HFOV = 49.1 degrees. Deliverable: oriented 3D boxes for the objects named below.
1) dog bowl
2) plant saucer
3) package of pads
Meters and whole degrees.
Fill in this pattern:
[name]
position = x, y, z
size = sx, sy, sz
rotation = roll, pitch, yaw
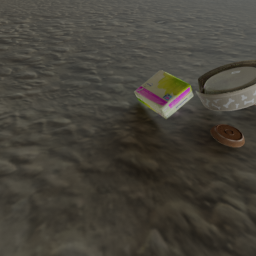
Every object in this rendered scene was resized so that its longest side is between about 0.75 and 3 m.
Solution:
[dog bowl]
position = 3.569, -1.438, 9.498
size = 2.552, 0.748, 2.552
rotation = -18, 25, 9
[plant saucer]
position = 2.931, 0.176, 8.183
size = 1.017, 0.175, 1.017
rotation = 7, 35, -5
[package of pads]
position = 1.210, -1.207, 9.534
size = 1.345, 0.594, 1.741
rotation = -40, 42, -9
